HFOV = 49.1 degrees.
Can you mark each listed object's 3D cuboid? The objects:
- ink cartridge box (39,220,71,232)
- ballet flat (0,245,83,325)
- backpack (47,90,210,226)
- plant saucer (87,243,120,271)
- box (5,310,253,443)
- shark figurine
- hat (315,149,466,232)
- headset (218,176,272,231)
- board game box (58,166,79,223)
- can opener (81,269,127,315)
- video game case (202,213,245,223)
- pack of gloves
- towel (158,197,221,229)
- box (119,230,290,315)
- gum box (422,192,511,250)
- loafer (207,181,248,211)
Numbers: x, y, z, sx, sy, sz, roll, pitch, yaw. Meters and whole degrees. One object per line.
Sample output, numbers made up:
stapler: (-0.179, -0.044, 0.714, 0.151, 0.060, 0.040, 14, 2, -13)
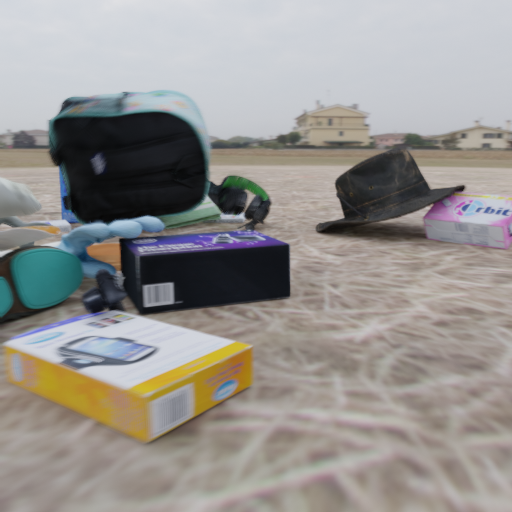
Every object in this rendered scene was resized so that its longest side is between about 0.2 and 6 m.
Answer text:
ink cartridge box: (-4.788, -0.684, 13.047, 0.820, 0.180, 0.828, -5, 15, -25)
ballet flat: (-2.971, 0.382, 6.362, 0.829, 0.824, 2.424, -5, 9, 17)
backpack: (-2.604, -2.299, 12.624, 3.257, 2.863, 2.497, -2, 32, 4)
plant saucer: (-2.505, -0.003, 9.536, 1.379, 0.258, 1.379, 0, 11, 0)
box: (-1.168, 0.899, 4.780, 2.008, 0.417, 1.196, 6, 13, 37)
shark figurine: (-3.192, -0.422, 6.803, 1.230, 0.859, 2.059, 27, -18, -8)
hat: (2.859, -1.623, 12.712, 3.474, 1.401, 3.474, -16, 4, 1)
headset: (-0.187, -1.292, 13.191, 1.318, 1.003, 2.135, 19, 37, -19)
board game box: (-4.055, -2.047, 14.243, 1.809, 2.378, 0.535, -1, 11, -11)
can opener: (-1.497, 0.437, 5.716, 0.440, 0.355, 1.120, -19, -17, -10)
video game case: (-0.820, -1.006, 14.756, 1.057, 0.138, 1.161, 1, 12, 3)
pack of gloves: (-3.294, 0.200, 7.504, 3.845, 0.759, 3.230, -10, 2, 41)
towel: (-2.021, -1.445, 14.236, 1.609, 0.247, 2.109, -14, 45, -29)
box: (-0.724, 0.150, 7.533, 1.995, 0.787, 1.408, -5, 10, -22)
gum box: (4.434, -0.748, 11.319, 1.767, 0.584, 1.003, 12, 47, 44)
loafer: (-1.059, -1.604, 15.776, 0.805, 0.799, 2.210, -21, 27, -39)
